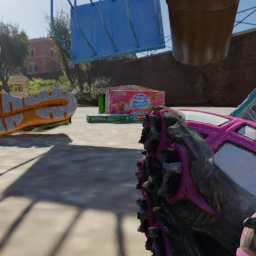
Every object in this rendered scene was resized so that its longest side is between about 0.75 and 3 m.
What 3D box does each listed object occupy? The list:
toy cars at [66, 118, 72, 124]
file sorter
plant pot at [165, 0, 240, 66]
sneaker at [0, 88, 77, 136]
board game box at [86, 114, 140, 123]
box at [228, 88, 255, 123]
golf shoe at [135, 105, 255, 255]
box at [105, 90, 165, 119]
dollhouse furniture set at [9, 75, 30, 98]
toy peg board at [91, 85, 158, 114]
[{"bbox_3d":[-2.747,-0.407,9.422,1.217,0.601,2.714,2,6,28],"label":"toy cars"},{"bbox_3d":[-0.534,-3.237,7.702,2.807,1.948,1.722,-7,-17,11],"label":"file sorter"},{"bbox_3d":[2.145,-3.217,8.237,2.297,2.274,2.297,-4,40,4],"label":"plant pot"},{"bbox_3d":[-2.541,-0.244,6.524,2.662,1.042,1.028,-4,-19,-17],"label":"sneaker"},{"bbox_3d":[-0.632,-0.402,11.181,1.949,0.284,1.312,-1,6,-14],"label":"board game box"},{"bbox_3d":[2.596,-0.215,4.639,2.406,0.591,0.990,-5,-38,-42],"label":"box"},{"bbox_3d":[0.529,0.347,1.000,0.857,0.675,1.860,3,13,-13],"label":"golf shoe"},{"bbox_3d":[0.310,-1.056,12.803,2.577,1.284,1.230,-1,5,-20],"label":"box"},{"bbox_3d":[-4.110,-1.201,11.447,1.185,1.821,1.673,-1,5,-18],"label":"dollhouse furniture set"},{"bbox_3d":[-0.098,-1.368,14.892,2.706,1.329,2.717,1,1,35],"label":"toy peg board"}]
